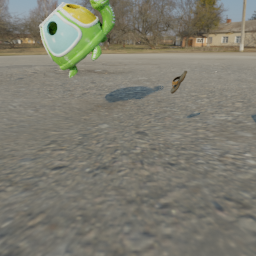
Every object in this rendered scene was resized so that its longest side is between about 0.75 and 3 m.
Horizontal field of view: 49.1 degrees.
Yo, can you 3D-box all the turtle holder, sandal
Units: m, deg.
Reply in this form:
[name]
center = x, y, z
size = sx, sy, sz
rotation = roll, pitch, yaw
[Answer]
[turtle holder]
center = -1.636, -3.026, 8.892
size = 2.543, 1.806, 1.932
rotation = -16, 37, 46
[sandal]
center = 1.225, -1.164, 6.983
size = 0.205, 0.752, 0.307
rotation = 25, 56, -4
